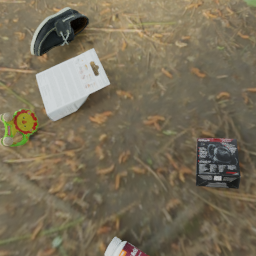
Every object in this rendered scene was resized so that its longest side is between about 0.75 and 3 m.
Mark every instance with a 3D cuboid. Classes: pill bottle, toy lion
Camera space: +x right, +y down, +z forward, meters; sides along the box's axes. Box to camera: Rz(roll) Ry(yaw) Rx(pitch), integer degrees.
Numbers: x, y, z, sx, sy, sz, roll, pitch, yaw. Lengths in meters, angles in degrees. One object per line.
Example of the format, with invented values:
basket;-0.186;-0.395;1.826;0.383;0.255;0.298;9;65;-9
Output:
pill bottle;0.005;3.083;6.649;1.029;0.588;0.588;28;63;15
toy lion;-3.238;-0.020;8.416;1.087;0.389;1.134;3;83;-43

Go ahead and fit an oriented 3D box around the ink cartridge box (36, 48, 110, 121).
ink cartridge box;-1.788;-1.438;9.162;2.177;0.621;1.770;-23;61;-3

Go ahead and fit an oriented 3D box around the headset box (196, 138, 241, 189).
headset box;2.429;0.875;7.675;1.097;0.569;1.474;1;42;14

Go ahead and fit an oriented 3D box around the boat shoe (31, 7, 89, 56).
boat shoe;-2.440;-3.467;10.128;0.975;1.035;2.883;27;50;5
